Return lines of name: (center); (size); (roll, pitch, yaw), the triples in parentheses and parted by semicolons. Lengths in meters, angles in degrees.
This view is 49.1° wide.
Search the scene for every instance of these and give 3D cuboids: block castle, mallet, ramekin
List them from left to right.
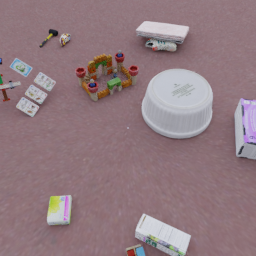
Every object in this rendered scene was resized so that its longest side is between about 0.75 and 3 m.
mallet: (-3.716, -4.113, 12.807); (0.413, 0.258, 1.255); (24, 58, 18)
block castle: (-0.788, -2.058, 10.584); (2.119, 0.994, 1.416); (-26, 55, -20)
ramekin: (1.707, -0.960, 9.553); (2.506, 1.167, 2.506); (0, 49, 0)

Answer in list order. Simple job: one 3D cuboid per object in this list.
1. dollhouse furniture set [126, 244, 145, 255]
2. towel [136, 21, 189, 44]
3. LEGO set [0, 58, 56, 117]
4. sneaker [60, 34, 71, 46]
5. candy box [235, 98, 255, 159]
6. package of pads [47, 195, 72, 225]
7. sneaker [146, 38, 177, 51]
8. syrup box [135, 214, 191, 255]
dollhouse furniture set: (0.123, 3.196, 6.435); (0.672, 0.676, 0.959); (-13, 53, -10)
towel: (1.583, -4.341, 12.575); (2.152, 0.347, 2.055); (13, 34, 10)
LEGO set: (-3.926, -1.547, 9.998); (2.118, 0.520, 1.582); (32, 72, -13)
sneaker: (-2.819, -3.998, 12.629); (0.383, 0.319, 0.851); (-2, 51, 6)
candy box: (4.670, 0.121, 8.886); (2.277, 0.814, 1.910); (9, 51, 7)
package of pads: (-1.843, 2.205, 7.527); (0.588, 0.260, 0.762); (-3, 50, -2)
sneaker: (1.413, -3.534, 12.177); (1.415, 0.498, 0.661); (27, 61, 24)
syrup box: (0.845, 2.696, 6.958); (1.282, 0.505, 0.522); (20, 53, 16)
